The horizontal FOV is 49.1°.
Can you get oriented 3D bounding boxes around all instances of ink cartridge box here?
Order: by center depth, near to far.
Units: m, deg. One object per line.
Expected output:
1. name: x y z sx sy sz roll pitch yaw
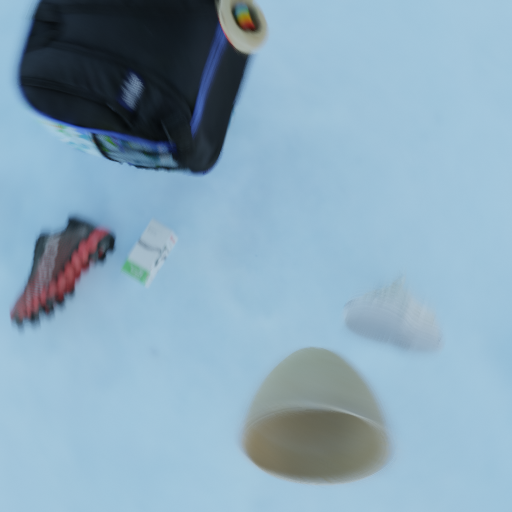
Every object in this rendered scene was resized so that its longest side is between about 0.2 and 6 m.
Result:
1. ink cartridge box: -1.660 -0.036 8.763 0.396 0.687 0.941 30 83 4

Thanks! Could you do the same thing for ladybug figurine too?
1. ladybug figurine: -0.169 -2.716 6.557 0.564 0.299 0.831 -9 73 -23

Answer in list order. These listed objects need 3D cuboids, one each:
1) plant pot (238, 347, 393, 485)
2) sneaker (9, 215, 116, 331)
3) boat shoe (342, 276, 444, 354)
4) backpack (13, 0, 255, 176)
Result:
1. plant pot: 0.750 1.899 7.098 1.822 1.822 1.224 7 42 1
2. sneaker: -3.169 0.187 8.713 0.999 0.723 2.044 39 81 5
3. boat shoe: 1.954 0.723 7.891 2.149 0.794 0.916 22 56 -38
4. backpack: -1.710 -2.610 8.171 3.022 2.220 2.765 14 81 14
